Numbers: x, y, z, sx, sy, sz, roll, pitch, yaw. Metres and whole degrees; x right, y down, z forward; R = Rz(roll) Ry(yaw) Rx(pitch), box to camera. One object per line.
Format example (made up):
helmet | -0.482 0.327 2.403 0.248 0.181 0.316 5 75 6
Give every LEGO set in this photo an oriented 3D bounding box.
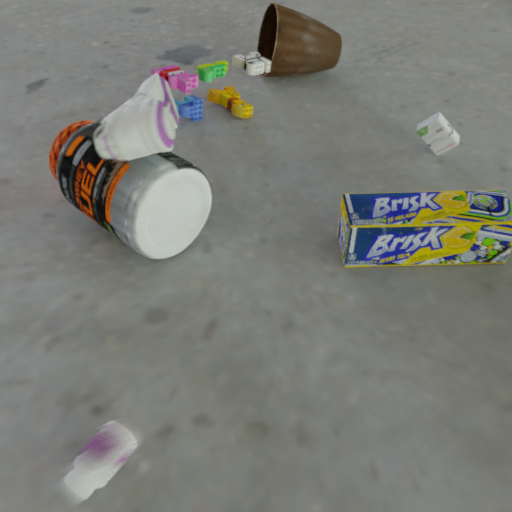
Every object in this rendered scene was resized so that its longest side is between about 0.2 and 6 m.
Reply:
LEGO set | -0.746 -3.615 12.433 2.962 1.130 1.215 -26 50 -36

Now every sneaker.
sneaker | -1.786 -2.043 8.268 1.190 0.894 2.389 -17 26 5

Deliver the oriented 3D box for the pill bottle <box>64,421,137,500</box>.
pill bottle | -1.686 2.208 6.047 0.429 0.429 0.765 22 45 23

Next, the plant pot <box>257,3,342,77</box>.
plant pot | 1.132 -5.263 14.056 1.846 1.726 1.726 3 39 -16

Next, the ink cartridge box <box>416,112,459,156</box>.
ink cartridge box | 3.626 -2.423 11.161 0.520 0.712 0.300 -27 30 42

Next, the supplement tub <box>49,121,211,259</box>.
supplement tub | -2.135 -1.190 9.160 2.635 1.614 1.614 31 50 33

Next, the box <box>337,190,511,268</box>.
box | 2.629 -0.429 8.785 2.599 0.910 0.835 -2 44 -2
